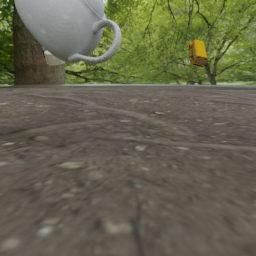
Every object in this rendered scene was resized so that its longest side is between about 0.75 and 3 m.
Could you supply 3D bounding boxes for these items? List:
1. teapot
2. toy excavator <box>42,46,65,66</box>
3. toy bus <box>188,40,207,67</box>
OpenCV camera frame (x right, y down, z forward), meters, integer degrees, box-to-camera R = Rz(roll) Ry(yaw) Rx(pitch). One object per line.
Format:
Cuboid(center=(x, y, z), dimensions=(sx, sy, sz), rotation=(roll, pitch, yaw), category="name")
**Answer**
Cuboid(center=(-1.266, -2.730, 6.443), dimensions=(1.686, 2.309, 2.279), rotation=(-31, 29, 18), category="teapot")
Cuboid(center=(-2.526, -3.076, 10.438), dimensions=(2.318, 1.158, 2.254), rotation=(23, 42, 37), category="toy excavator")
Cuboid(center=(2.721, -2.975, 10.991), dimensions=(0.478, 0.575, 1.470), rotation=(12, 47, -7), category="toy bus")
